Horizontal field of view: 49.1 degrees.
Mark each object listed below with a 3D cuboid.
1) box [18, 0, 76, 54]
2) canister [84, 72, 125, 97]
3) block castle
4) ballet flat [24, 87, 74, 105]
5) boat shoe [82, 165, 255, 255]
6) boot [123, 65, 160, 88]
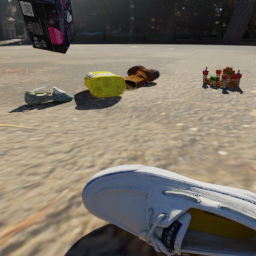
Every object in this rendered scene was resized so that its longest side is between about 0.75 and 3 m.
[{"bbox_3d":[-2.171,-3.037,7.700,1.082,1.637,0.939,13,56,7],"label":"box"},{"bbox_3d":[-0.995,-1.814,11.296,1.352,0.788,1.821,-6,19,-16],"label":"canister"},{"bbox_3d":[4.328,-2.401,12.928,1.104,0.775,1.652,-7,21,-21],"label":"block castle"},{"bbox_3d":[-2.746,-1.183,9.859,1.724,0.549,0.581,-10,22,-26],"label":"ballet flat"},{"bbox_3d":[0.516,1.058,3.303,2.361,0.837,0.824,10,18,9],"label":"boat shoe"},{"bbox_3d":[0.209,-2.373,13.424,1.936,0.704,2.057,24,37,33],"label":"boot"}]
